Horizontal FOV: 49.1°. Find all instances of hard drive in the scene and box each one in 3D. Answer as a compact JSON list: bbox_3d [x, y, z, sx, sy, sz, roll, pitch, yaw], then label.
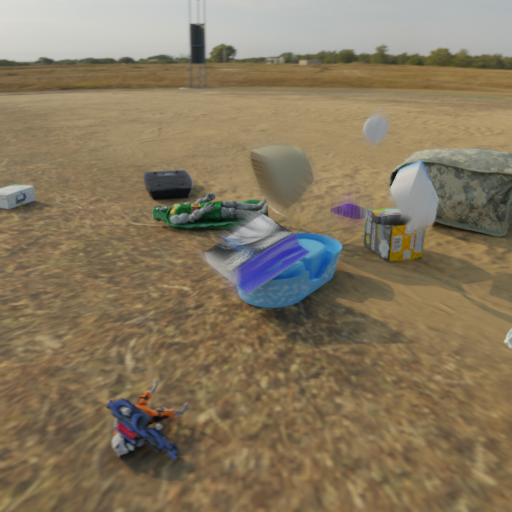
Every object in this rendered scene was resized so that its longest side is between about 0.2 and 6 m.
[{"bbox_3d":[-2.561,-2.087,16.266,1.370,0.430,2.031,-5,22,-13],"label":"hard drive"}]

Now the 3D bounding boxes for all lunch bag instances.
[{"bbox_3d":[4.843,-1.756,13.704,2.933,1.724,2.406,15,26,23],"label":"lunch bag"}]

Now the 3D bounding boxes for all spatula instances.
[{"bbox_3d":[2.178,-0.746,10.497,0.682,0.248,2.414,18,4,-20],"label":"spatula"}]

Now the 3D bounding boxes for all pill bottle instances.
[{"bbox_3d":[2.253,-2.379,10.518,0.438,0.438,0.789,5,13,12],"label":"pill bottle"}]

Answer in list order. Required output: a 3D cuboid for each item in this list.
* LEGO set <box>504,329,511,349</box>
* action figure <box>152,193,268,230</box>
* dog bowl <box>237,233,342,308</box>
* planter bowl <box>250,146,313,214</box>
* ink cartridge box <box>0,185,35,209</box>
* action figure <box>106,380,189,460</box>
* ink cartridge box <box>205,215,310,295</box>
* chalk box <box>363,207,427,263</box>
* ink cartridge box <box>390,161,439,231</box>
[{"bbox_3d":[3.842,1.635,6.404,2.237,1.029,0.833,31,47,13],"label":"LEGO set"},{"bbox_3d":[-1.092,-1.040,13.318,2.775,0.759,1.639,-4,25,0],"label":"action figure"},{"bbox_3d":[0.587,0.232,10.163,1.385,0.616,2.485,14,26,32],"label":"dog bowl"},{"bbox_3d":[0.630,-1.812,12.357,1.001,1.487,1.487,-24,26,-7],"label":"planter bowl"},{"bbox_3d":[-6.561,-1.601,15.056,0.700,0.421,0.963,8,22,22],"label":"ink cartridge box"},{"bbox_3d":[-1.195,1.939,6.298,0.975,0.510,0.943,40,43,17],"label":"action figure"},{"bbox_3d":[-0.003,-0.062,9.335,1.304,0.286,1.316,-34,40,-18],"label":"ink cartridge box"},{"bbox_3d":[2.811,-0.510,11.732,0.832,0.836,1.344,-7,24,-17],"label":"chalk box"},{"bbox_3d":[3.083,-1.180,10.809,0.542,0.924,1.262,-20,15,30],"label":"ink cartridge box"}]
